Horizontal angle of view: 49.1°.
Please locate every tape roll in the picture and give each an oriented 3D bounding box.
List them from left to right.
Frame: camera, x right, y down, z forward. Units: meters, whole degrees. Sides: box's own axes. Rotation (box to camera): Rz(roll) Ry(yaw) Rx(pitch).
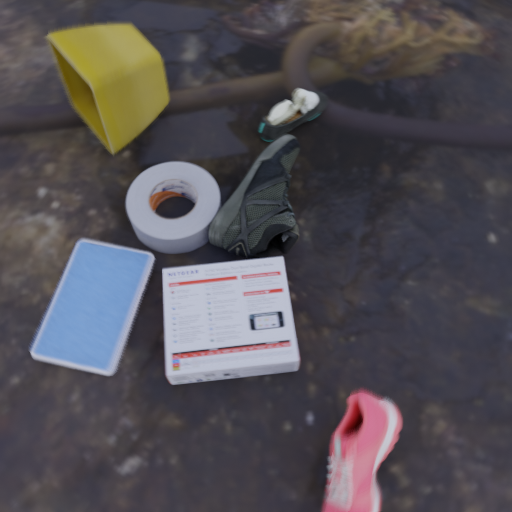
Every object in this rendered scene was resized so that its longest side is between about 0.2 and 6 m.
[{"bbox_3d":[-1.477,-0.881,10.173,1.675,0.553,1.675,0,61,0],"label":"tape roll"}]

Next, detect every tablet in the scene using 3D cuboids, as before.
[{"bbox_3d":[-2.719,0.805,9.450,1.448,0.152,2.226,11,64,8],"label":"tablet"}]

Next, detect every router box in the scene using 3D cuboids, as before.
[{"bbox_3d":[-0.440,1.027,9.125,2.065,0.505,1.854,-5,62,-2],"label":"router box"}]

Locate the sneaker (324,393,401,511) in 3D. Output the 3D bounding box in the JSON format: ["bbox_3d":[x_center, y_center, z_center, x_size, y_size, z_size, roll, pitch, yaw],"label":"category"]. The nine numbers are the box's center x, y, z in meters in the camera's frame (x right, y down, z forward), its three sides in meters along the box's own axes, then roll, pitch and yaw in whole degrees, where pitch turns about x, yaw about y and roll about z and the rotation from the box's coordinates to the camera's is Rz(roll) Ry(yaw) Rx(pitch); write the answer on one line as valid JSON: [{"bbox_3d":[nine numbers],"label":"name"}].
[{"bbox_3d":[1.262,2.901,7.740,0.791,0.931,2.147,-6,54,47],"label":"sneaker"}]

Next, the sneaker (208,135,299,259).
[{"bbox_3d":[0.380,-0.969,10.022,1.446,0.965,2.525,27,68,12],"label":"sneaker"}]

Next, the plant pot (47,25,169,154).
[{"bbox_3d":[-2.713,-3.409,10.843,1.554,1.762,1.762,-33,64,-19],"label":"plant pot"}]

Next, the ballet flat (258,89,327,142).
[{"bbox_3d":[0.792,-2.927,11.254,1.781,0.609,0.606,-39,67,-19],"label":"ballet flat"}]
